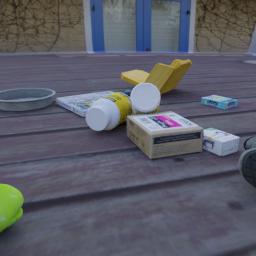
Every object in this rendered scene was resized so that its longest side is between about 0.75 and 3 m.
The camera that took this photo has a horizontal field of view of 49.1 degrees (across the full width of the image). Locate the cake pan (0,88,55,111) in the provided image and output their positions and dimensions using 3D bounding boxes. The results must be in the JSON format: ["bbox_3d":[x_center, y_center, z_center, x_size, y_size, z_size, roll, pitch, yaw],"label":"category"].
[{"bbox_3d":[-4.847,-1.357,13.099,2.864,0.525,2.864,0,19,0],"label":"cake pan"}]

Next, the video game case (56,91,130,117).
[{"bbox_3d":[-1.366,-1.175,12.900,2.985,0.328,2.721,-13,23,-34],"label":"video game case"}]

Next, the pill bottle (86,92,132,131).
[{"bbox_3d":[-0.651,-0.571,9.936,1.110,1.110,1.982,7,20,21],"label":"pill bottle"}]

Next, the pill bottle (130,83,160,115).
[{"bbox_3d":[0.622,-0.827,9.970,1.014,1.014,1.798,1,-13,4],"label":"pill bottle"}]

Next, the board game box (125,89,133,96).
[{"bbox_3d":[0.486,-1.960,15.364,1.334,0.188,0.903,-1,19,-1],"label":"board game box"}]

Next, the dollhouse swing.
[{"bbox_3d":[1.523,-3.271,15.531,2.536,2.622,2.885,42,33,13],"label":"dollhouse swing"}]

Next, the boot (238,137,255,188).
[{"bbox_3d":[3.469,0.711,6.808,2.947,0.998,1.925,1,13,-19],"label":"boot"}]

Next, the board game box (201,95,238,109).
[{"bbox_3d":[4.253,-1.222,13.055,0.988,0.307,1.308,-15,24,-36],"label":"board game box"}]

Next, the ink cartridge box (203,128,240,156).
[{"bbox_3d":[2.577,0.386,8.186,0.763,0.459,1.050,-11,23,-31],"label":"ink cartridge box"}]

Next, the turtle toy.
[{"bbox_3d":[-3.008,1.241,4.471,2.500,1.264,1.822,-4,21,-14],"label":"turtle toy"}]

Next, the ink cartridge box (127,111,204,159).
[{"bbox_3d":[1.034,0.133,8.465,1.653,0.753,2.006,-8,20,-18],"label":"ink cartridge box"}]
